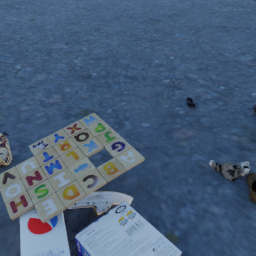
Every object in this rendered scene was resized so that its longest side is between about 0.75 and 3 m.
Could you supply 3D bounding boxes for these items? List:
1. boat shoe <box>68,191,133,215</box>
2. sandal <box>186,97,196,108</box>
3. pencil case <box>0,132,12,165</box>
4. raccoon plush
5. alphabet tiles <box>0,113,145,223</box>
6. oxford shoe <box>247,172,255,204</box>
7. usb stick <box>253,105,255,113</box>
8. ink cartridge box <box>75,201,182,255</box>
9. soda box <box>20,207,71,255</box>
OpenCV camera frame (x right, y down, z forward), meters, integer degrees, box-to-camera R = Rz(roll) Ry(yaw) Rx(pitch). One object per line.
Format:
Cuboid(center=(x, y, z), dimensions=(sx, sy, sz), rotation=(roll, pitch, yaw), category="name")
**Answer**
Cuboid(center=(-0.651, 1.753, 6.513), dimensions=(1.529, 0.541, 0.530), rotation=(6, 64, -7), category="boat shoe")
Cuboid(center=(2.364, -0.982, 10.617), dimensions=(0.289, 0.163, 0.761), rotation=(-3, 35, -4), category="sandal")
Cuboid(center=(-4.426, 0.616, 7.609), dimensions=(2.280, 1.020, 0.887), rotation=(-4, 41, -4), category="pencil case")
Cuboid(center=(2.815, 0.998, 7.601), dimensions=(0.665, 0.480, 0.992), rotation=(-14, 37, -32), category="raccoon plush")
Cuboid(center=(-1.441, 0.774, 6.297), dimensions=(2.842, 0.107, 2.375), rotation=(-29, 41, -20), category="alphabet tiles")
Cuboid(center=(3.210, 1.408, 7.033), dimensions=(0.349, 0.405, 0.960), rotation=(6, 34, 12), category="oxford shoe")
Cuboid(center=(5.242, -0.104, 9.156), dimensions=(0.728, 0.428, 2.624), rotation=(-17, 39, -15), category="usb stick")
Cuboid(center=(-0.113, 2.323, 5.433), dimensions=(1.308, 0.732, 1.917), rotation=(-27, 45, -34), category="ink cartridge box")
Cuboid(center=(-1.772, 1.919, 5.877), dimensions=(0.828, 0.885, 2.599), rotation=(-11, 37, -15), category="soda box")
